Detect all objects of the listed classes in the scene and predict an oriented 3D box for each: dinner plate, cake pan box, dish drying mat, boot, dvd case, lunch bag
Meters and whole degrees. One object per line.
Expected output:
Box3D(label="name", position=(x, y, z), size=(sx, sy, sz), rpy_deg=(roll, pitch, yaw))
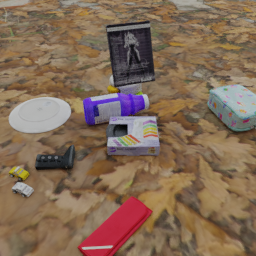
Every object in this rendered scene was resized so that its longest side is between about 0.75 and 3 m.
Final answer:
Box3D(label="dinner plate", position=(-3.709, -0.684, 11.805), size=(2.558, 0.310, 2.558), rpy_deg=(1, 38, -1))
Box3D(label="cake pan box", position=(0.150, 0.260, 10.472), size=(1.936, 0.506, 1.783), rpy_deg=(1, 37, 1))
Box3D(label="dish drying mat", position=(-0.295, 2.743, 7.651), size=(0.836, 0.198, 2.176), rpy_deg=(28, 47, 31))
Box3D(label="boot", position=(-2.500, 0.996, 9.681), size=(1.247, 0.409, 1.028), rpy_deg=(-4, 37, 2))
Box3D(label="dvd case", position=(0.104, -2.176, 8.269), size=(1.314, 1.767, 0.141), rpy_deg=(-12, 17, -14))
Box3D(label="lunch bag", position=(4.596, -0.858, 11.504), size=(1.895, 0.911, 2.363), rpy_deg=(-12, 41, -18))

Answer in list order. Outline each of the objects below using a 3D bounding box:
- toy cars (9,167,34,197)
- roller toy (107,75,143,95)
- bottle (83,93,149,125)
Box3D(label="toy cars", position=(-3.437, 1.645, 8.914), size=(0.620, 0.306, 1.383), rpy_deg=(-17, 42, -19))
Box3D(label="roller toy", position=(-0.123, -1.886, 12.611), size=(1.574, 1.100, 1.436), rpy_deg=(0, 39, 0))
Box3D(label="bottle", position=(-0.468, -0.859, 11.356), size=(2.620, 1.094, 0.855), rpy_deg=(-12, 41, -12))
